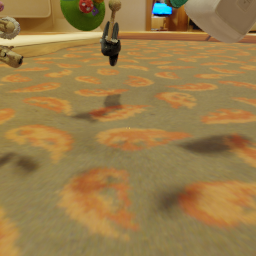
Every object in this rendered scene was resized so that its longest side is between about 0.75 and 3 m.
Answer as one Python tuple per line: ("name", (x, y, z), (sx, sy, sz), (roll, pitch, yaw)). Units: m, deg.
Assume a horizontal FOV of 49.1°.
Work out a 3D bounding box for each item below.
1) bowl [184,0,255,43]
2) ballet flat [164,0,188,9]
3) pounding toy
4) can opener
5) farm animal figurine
("bowl", (2.335, -2.805, 5.981), (1.825, 1.822, 0.681), (20, 24, -35))
("ballet flat", (0.832, -2.401, 3.751), (0.619, 1.760, 0.593), (32, 2, 36))
("pounding toy", (-0.943, -3.512, 8.058), (1.847, 1.426, 0.857), (13, -4, -34))
("can opener", (-0.652, -3.206, 10.038), (0.728, 0.902, 2.295), (8, 49, -14))
("farm animal figurine", (-2.716, -1.560, 5.571), (1.693, 1.367, 0.851), (-30, -10, 17))
